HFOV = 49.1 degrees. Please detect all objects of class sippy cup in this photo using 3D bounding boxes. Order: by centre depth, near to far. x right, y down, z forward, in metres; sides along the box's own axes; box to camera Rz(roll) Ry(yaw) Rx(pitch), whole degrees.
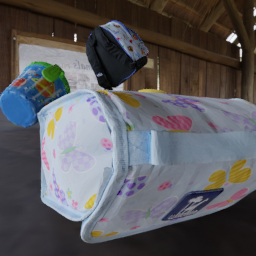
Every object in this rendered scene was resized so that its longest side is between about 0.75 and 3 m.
[{"bbox_3d":[-3.275,-1.051,9.662,2.009,2.559,1.875,16,38,11],"label":"sippy cup"}]

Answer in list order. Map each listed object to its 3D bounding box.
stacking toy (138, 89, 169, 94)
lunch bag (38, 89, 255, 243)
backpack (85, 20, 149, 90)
[{"bbox_3d":[0.768,-0.637,11.173,2.548,1.189,2.815,3,-5,36],"label":"stacking toy"},{"bbox_3d":[0.132,0.201,1.958,1.264,0.948,1.491,-1,-5,-31],"label":"lunch bag"},{"bbox_3d":[-0.494,-3.159,11.579,2.481,2.363,1.911,-29,15,48],"label":"backpack"}]
